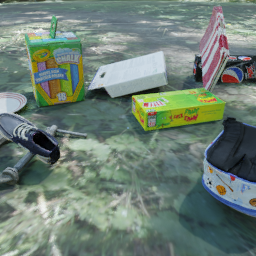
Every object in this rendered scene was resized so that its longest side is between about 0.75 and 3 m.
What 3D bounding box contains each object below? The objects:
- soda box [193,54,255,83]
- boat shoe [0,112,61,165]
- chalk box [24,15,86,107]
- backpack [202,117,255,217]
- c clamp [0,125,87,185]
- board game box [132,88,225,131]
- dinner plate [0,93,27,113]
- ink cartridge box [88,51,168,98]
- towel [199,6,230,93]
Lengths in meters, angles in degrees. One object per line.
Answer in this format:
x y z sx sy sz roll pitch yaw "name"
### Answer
4.362 -2.552 12.008 2.971 0.941 1.051 2 31 4 "soda box"
-2.339 0.107 6.522 1.823 0.846 0.681 33 63 -1 "boat shoe"
-2.617 -2.446 9.916 1.746 2.818 1.759 -11 31 -19 "chalk box"
2.397 0.804 5.533 2.003 1.543 1.908 17 28 42 "backpack"
-2.735 0.581 7.065 2.435 0.386 2.851 9 31 16 "c clamp"
1.569 -0.656 8.997 2.619 0.624 1.331 -8 31 -14 "board game box"
-4.323 -0.762 9.538 1.692 0.205 1.692 1 34 -1 "dinner plate"
0.082 -2.163 11.413 2.958 0.641 2.904 -12 28 13 "ink cartridge box"
3.054 -2.801 10.245 0.319 2.019 2.804 7 55 -1 "towel"
